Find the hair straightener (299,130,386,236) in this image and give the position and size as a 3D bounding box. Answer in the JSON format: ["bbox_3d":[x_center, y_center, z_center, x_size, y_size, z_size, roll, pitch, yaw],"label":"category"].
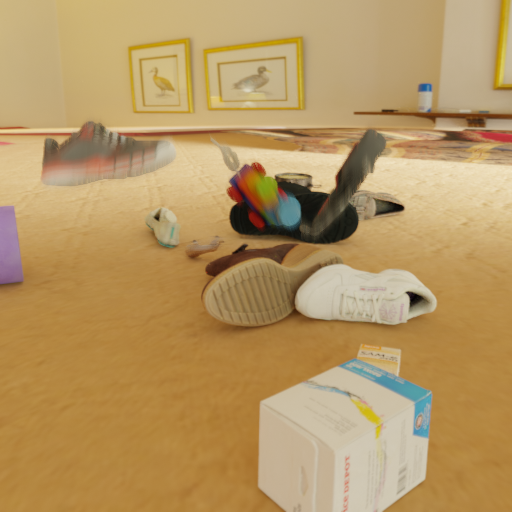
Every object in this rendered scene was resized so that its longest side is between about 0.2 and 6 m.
[{"bbox_3d":[1.315,-1.127,8.196,0.463,0.871,2.264,40,60,1],"label":"hair straightener"}]

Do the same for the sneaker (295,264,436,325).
[{"bbox_3d":[1.628,0.590,8.195,2.100,0.786,1.046,-4,17,-14],"label":"sneaker"}]

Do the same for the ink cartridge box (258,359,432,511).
[{"bbox_3d":[0.742,1.579,4.741,1.220,0.898,0.883,-14,22,-38],"label":"ink cartridge box"}]

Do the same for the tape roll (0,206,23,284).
[{"bbox_3d":[-4.441,-0.188,9.772,0.576,1.356,1.356,-7,18,-23],"label":"tape roll"}]

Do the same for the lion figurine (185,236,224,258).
[{"bbox_3d":[-1.023,-0.152,11.151,0.821,0.298,0.503,-4,-24,2],"label":"lion figurine"}]

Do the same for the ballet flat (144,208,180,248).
[{"bbox_3d":[-2.055,-0.769,12.715,0.682,0.631,2.023,11,15,-27],"label":"ballet flat"}]

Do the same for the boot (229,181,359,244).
[{"bbox_3d":[0.991,-1.143,13.423,3.100,1.147,2.540,2,16,16],"label":"boot"}]

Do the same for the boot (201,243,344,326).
[{"bbox_3d":[-0.194,0.397,9.135,2.744,0.993,2.283,-15,11,-38],"label":"boot"}]

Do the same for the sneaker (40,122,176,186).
[{"bbox_3d":[-2.792,-1.956,10.180,2.684,1.099,1.034,-7,2,12],"label":"sneaker"}]

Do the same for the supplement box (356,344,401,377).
[{"bbox_3d":[1.407,1.347,6.547,0.498,0.290,0.790,6,17,16],"label":"supplement box"}]

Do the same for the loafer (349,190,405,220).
[{"bbox_3d":[3.033,-1.307,14.633,2.112,0.759,0.664,-9,26,-35],"label":"loafer"}]

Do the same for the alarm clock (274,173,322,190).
[{"bbox_3d":[1.335,-2.299,18.013,1.833,0.610,1.236,13,20,41],"label":"alarm clock"}]

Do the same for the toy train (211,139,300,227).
[{"bbox_3d":[-0.040,-1.345,10.280,0.842,1.990,1.151,-47,26,-9],"label":"toy train"}]
